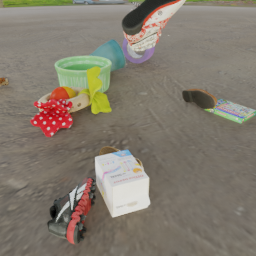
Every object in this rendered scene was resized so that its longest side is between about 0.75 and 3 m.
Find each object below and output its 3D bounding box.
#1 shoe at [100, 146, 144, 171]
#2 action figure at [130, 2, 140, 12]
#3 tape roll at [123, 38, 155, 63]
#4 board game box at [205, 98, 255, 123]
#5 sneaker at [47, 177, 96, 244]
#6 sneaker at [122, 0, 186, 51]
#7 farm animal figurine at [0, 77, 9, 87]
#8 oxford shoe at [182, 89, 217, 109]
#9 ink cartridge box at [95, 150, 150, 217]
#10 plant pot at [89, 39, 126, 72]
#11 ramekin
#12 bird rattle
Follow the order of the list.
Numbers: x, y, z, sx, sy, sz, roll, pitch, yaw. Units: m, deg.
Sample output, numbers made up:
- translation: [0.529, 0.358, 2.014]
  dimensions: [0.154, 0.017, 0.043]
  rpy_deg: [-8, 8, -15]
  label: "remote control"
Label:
- translation: [-0.158, 0.766, 6.506]
  dimensions: [1.229, 0.430, 0.328]
  rpy_deg: [20, -10, 35]
  label: "shoe"
- translation: [1.625, -13.270, 31.075]
  dimensions: [2.869, 1.551, 2.966]
  rpy_deg: [4, 29, 19]
  label: "action figure"
- translation: [0.533, -4.083, 14.121]
  dimensions: [1.518, 1.518, 0.645]
  rpy_deg: [14, 32, 23]
  label: "tape roll"
- translation: [3.299, -0.574, 9.061]
  dimensions: [0.884, 0.191, 1.314]
  rpy_deg: [-22, 36, -36]
  label: "board game box"
- translation: [-1.002, 1.386, 5.092]
  dimensions: [0.724, 0.524, 1.481]
  rpy_deg: [6, 30, 6]
  label: "sneaker"
- translation: [1.066, -3.927, 10.027]
  dimensions: [2.827, 1.515, 0.944]
  rpy_deg: [-38, 67, -5]
  label: "sneaker"
- translation: [-5.221, -1.786, 11.152]
  dimensions: [0.781, 0.393, 0.631]
  rpy_deg: [-5, 10, -3]
  label: "farm animal figurine"
- translation: [2.468, -1.064, 9.272]
  dimensions: [0.600, 0.600, 1.683]
  rpy_deg: [-19, 23, -14]
  label: "oxford shoe"
- translation: [-0.105, 1.080, 5.436]
  dimensions: [0.753, 0.733, 1.171]
  rpy_deg: [-11, 30, -20]
  label: "ink cartridge box"
- translation: [-1.007, -3.134, 12.725]
  dimensions: [1.288, 1.371, 1.371]
  rpy_deg: [-29, 37, -18]
  label: "plant pot"
- translation: [-1.685, -2.015, 10.808]
  dimensions: [2.126, 1.039, 2.126]
  rpy_deg: [0, 29, 0]
  label: "ramekin"
- translation: [-1.886, -0.733, 8.742]
  dimensions: [2.663, 1.500, 2.171]
  rpy_deg: [-36, 32, -29]
  label: "bird rattle"
